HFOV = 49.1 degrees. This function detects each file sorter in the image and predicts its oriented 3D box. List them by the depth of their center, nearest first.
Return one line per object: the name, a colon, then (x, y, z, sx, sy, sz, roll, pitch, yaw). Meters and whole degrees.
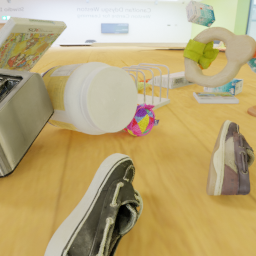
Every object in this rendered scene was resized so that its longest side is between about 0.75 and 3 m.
file sorter: (0.319, -1.580, 10.905, 1.728, 1.551, 2.491, 14, 24, 34)

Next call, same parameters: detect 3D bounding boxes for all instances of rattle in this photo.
rattle: (2.248, -1.384, 5.816, 1.948, 1.268, 1.392, 0, -15, 38)

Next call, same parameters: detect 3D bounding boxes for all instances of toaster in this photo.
toaster: (-3.342, -0.216, 6.187, 2.402, 1.576, 2.656, 8, 43, 12)

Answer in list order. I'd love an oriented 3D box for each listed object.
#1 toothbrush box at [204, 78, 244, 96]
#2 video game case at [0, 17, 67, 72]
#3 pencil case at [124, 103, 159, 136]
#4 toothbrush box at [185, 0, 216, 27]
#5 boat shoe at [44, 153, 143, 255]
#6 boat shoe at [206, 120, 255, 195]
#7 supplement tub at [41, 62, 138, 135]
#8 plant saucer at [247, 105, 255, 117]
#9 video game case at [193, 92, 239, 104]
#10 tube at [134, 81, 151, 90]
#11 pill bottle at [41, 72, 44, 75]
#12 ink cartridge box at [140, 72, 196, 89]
toothbrush box: (4.597, -2.051, 13.507, 1.533, 0.654, 1.122, 14, 24, 37)
video game case: (-2.926, -2.100, 7.625, 2.227, 0.255, 2.026, -36, -1, 29)
pencil case: (-0.117, -0.507, 8.736, 1.042, 1.042, 2.357, -14, 24, -33)
toothbrush box: (2.703, -4.264, 10.464, 0.987, 0.723, 0.421, 7, -24, -19)
boat shoe: (-0.221, 1.245, 4.174, 0.808, 0.897, 2.539, 6, 28, 17)
boat shoe: (2.207, 0.605, 5.894, 0.828, 0.919, 2.555, 14, 26, 19)
supplement tub: (-1.224, -0.833, 7.812, 1.926, 1.926, 2.649, -18, 18, -40)
plant saucer: (5.076, -0.598, 10.120, 1.407, 0.227, 1.407, 0, 19, 0)
video game case: (3.772, -1.320, 12.188, 1.626, 0.186, 1.480, 0, 20, 3)
tube: (0.035, -1.970, 13.311, 0.834, 0.746, 2.874, 48, 30, 11)
pill bottle: (-3.206, -2.364, 13.651, 1.137, 1.137, 2.075, 13, 24, 32)
ink cartridge box: (2.085, -2.808, 15.651, 2.239, 0.786, 2.755, -18, 31, -40)
